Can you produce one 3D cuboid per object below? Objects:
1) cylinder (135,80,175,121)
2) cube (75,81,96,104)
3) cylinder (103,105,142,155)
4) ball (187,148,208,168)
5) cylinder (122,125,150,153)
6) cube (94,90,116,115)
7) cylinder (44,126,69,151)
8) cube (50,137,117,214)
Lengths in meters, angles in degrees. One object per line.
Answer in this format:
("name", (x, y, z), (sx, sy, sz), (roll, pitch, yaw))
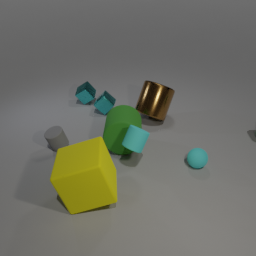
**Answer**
("cylinder", (1.161, -1.193, 12.235), (1.400, 1.400, 1.400), (19, 5, -2))
("cube", (-2.093, -1.742, 13.898), (0.700, 0.700, 0.700), (-26, 37, 26))
("cylinder", (-0.184, 0.047, 10.490), (1.400, 1.400, 1.400), (1, 30, 1))
("ball", (2.376, 1.029, 9.576), (0.700, 0.700, 0.700), (0, 30, 0))
("cylinder", (0.249, 0.354, 9.057), (0.700, 0.700, 0.700), (24, 5, -2))
("cube", (-1.072, -1.187, 13.072), (0.700, 0.700, 0.700), (40, 25, -16))
("cylinder", (-2.659, 0.395, 10.460), (0.700, 0.700, 0.700), (-11, 41, 9))
("cube", (-1.186, 1.330, 7.982), (1.400, 1.400, 1.400), (-17, 31, 6))
